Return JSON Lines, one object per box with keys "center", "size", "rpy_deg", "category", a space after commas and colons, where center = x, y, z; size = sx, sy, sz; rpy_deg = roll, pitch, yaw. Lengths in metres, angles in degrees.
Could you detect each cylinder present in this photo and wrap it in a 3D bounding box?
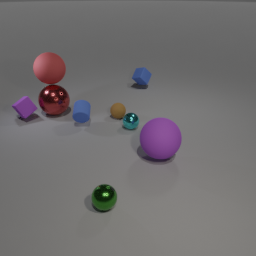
{"center": [-1.926, -0.690, 11.653], "size": [0.700, 0.700, 0.700], "rpy_deg": [-1, 52, -1], "category": "cylinder"}

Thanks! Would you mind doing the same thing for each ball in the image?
{"center": [-3.352, -1.271, 12.725], "size": [1.400, 1.400, 1.400], "rpy_deg": [0, 28, 0], "category": "ball"}
{"center": [-0.443, -0.778, 12.498], "size": [0.700, 0.700, 0.700], "rpy_deg": [0, 28, 0], "category": "ball"}
{"center": [-0.637, 1.864, 7.550], "size": [0.700, 0.700, 0.700], "rpy_deg": [0, 28, 0], "category": "ball"}
{"center": [0.123, -0.290, 11.614], "size": [0.700, 0.700, 0.700], "rpy_deg": [0, 28, 0], "category": "ball"}
{"center": [1.091, 0.345, 9.400], "size": [1.400, 1.400, 1.400], "rpy_deg": [0, 28, 0], "category": "ball"}
{"center": [-3.492, -2.659, 12.511], "size": [1.400, 1.400, 1.400], "rpy_deg": [0, 28, 0], "category": "ball"}

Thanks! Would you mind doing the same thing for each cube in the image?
{"center": [-4.535, -0.911, 12.287], "size": [0.700, 0.700, 0.700], "rpy_deg": [-45, 25, -21], "category": "cube"}
{"center": [0.778, -2.912, 15.767], "size": [0.700, 0.700, 0.700], "rpy_deg": [6, 68, 47], "category": "cube"}
